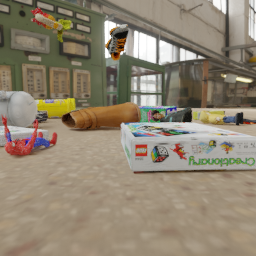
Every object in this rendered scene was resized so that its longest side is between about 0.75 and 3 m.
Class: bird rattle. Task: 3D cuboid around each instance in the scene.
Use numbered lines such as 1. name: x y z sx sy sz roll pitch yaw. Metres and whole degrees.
1. bird rattle: -2.197 -3.002 7.825 1.164 0.655 0.949 33 11 -8

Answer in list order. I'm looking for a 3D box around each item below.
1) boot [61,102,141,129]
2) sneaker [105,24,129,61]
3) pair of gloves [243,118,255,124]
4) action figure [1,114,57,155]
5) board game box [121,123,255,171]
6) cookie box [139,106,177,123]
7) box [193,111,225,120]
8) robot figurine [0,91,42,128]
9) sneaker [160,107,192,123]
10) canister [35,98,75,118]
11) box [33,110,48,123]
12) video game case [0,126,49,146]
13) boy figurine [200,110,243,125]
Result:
1. boot: -0.995 -0.342 10.142 2.051 0.977 2.651 -7 1 -40
2. sneaker: -0.345 -3.284 10.748 0.745 0.735 1.904 -16 -10 -17
3. pair of gloves: 5.487 -0.373 13.786 1.966 0.243 1.752 6 8 43
4. action figure: -2.044 0.080 5.825 0.568 0.861 1.741 0 8 7
5. board game box: 0.867 0.242 5.446 1.888 0.518 2.991 0 5 -4
6. cookie box: 1.137 -0.660 13.725 2.117 0.796 1.811 2 7 24
7. box: 4.814 -0.771 16.577 2.073 0.520 0.780 -3 7 -38
8. robot figurine: -4.653 -0.717 10.955 2.497 1.410 2.117 1 -28 13
9. sneaker: 1.884 -0.366 10.519 0.877 0.834 2.212 0 4 24
10. canister: -4.836 -1.235 17.852 2.857 1.236 2.121 -2 5 -8
11. box: -5.295 -0.802 13.911 2.122 0.383 1.517 22 16 21
12. video game case: -3.750 0.207 7.013 2.370 0.308 2.603 5 7 43
13. boy figurine: 4.240 -0.473 12.848 1.222 0.633 1.965 -9 12 -42
